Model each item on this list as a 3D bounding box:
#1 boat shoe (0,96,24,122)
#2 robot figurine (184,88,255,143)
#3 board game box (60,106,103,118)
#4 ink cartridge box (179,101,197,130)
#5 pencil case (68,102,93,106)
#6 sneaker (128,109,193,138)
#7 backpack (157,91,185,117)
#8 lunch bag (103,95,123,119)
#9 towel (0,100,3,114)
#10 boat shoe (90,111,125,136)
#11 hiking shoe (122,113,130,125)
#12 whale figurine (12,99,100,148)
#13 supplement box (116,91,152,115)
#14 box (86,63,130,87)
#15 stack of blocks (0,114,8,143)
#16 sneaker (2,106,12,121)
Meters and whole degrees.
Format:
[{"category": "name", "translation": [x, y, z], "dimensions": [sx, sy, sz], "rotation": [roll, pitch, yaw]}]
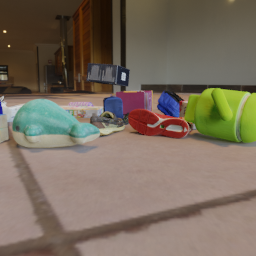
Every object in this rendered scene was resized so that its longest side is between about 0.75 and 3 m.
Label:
[{"category": "boat shoe", "translation": [-5.911, -0.864, 12.995], "dimensions": [1.051, 1.213, 2.844], "rotation": [9, 13, 44]}, {"category": "robot figurine", "translation": [3.191, -0.408, 8.847], "dimensions": [2.681, 1.551, 2.352], "rotation": [14, -1, 39]}, {"category": "board game box", "translation": [-2.797, -0.917, 15.634], "dimensions": [2.719, 0.465, 1.828], "rotation": [1, 9, 7]}, {"category": "ink cartridge box", "translation": [2.879, -0.564, 11.621], "dimensions": [1.047, 1.051, 1.447], "rotation": [-2, 9, -14]}, {"category": "pencil case", "translation": [-2.901, -1.285, 17.266], "dimensions": [1.641, 0.689, 0.701], "rotation": [4, 16, 25]}, {"category": "sneaker", "translation": [1.234, -0.110, 10.155], "dimensions": [2.310, 0.905, 1.334], "rotation": [19, 9, 28]}, {"category": "backpack", "translation": [2.435, -1.180, 15.073], "dimensions": [1.488, 1.249, 1.210], "rotation": [39, 29, 19]}, {"category": "lunch bag", "translation": [-0.739, -0.946, 13.291], "dimensions": [0.870, 1.281, 0.848], "rotation": [-4, 10, -13]}, {"category": "towel", "translation": [-4.714, -0.460, 9.137], "dimensions": [1.236, 1.674, 0.415], "rotation": [-1, 20, 2]}, {"category": "boat shoe", "translation": [-0.711, -0.231, 10.435], "dimensions": [0.878, 0.777, 2.398], "rotation": [3, 10, 16]}, {"category": "hiking shoe", "translation": [-0.082, -0.436, 12.562], "dimensions": [0.385, 0.512, 1.017], "rotation": [6, 11, 35]}, {"category": "whale figurine", "translation": [-2.106, -0.144, 8.082], "dimensions": [2.595, 1.346, 2.064], "rotation": [5, 10, 28]}, {"category": "supplement box", "translation": [0.417, -1.527, 16.660], "dimensions": [1.728, 1.363, 2.640], "rotation": [2, 9, 13]}, {"category": "box", "translation": [-0.814, -2.254, 11.926], "dimensions": [1.351, 0.772, 1.484], "rotation": [8, 6, 19]}, {"category": "stack of blocks", "translation": [-4.783, 0.186, 7.590], "dimensions": [1.676, 0.852, 2.910], "rotation": [1, 9, 6]}, {"category": "sneaker", "translation": [-5.922, -0.351, 11.474], "dimensions": [0.886, 0.878, 2.444], "rotation": [-22, 0, 31]}]
